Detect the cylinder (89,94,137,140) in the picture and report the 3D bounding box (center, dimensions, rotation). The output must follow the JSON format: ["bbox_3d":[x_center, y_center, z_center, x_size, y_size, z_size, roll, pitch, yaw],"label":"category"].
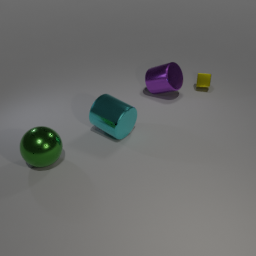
[{"bbox_3d":[-0.579,-0.460,11.086,1.400,1.400,1.400,29,41,25],"label":"cylinder"}]

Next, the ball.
[{"bbox_3d":[-2.937,0.636,9.512,1.400,1.400,1.400,0,32,0],"label":"ball"}]

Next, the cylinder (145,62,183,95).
[{"bbox_3d":[1.811,-2.467,14.046,1.400,1.400,1.400,-5,21,45],"label":"cylinder"}]

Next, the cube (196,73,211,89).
[{"bbox_3d":[4.034,-2.500,14.968,0.700,0.700,0.700,7,1,12],"label":"cube"}]
